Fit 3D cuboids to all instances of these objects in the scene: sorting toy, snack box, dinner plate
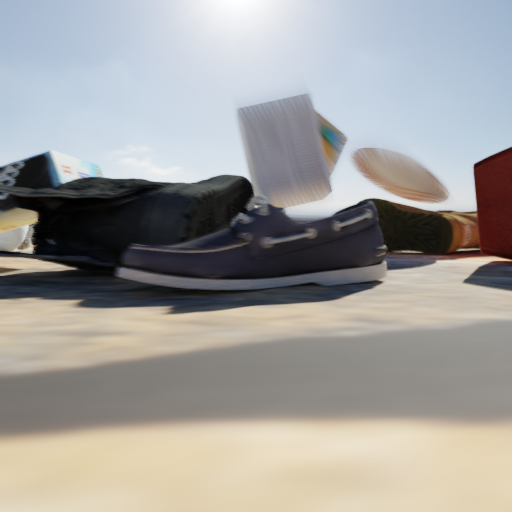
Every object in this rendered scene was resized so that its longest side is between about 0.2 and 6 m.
[{"bbox_3d":[1.205,-2.652,12.167,0.313,1.588,1.716,-43,12,44],"label":"sorting toy"},{"bbox_3d":[-3.685,-0.570,7.299,3.099,0.575,1.800,-17,3,3],"label":"snack box"},{"bbox_3d":[2.511,-1.441,9.763,1.785,0.216,1.785,29,-7,4],"label":"dinner plate"}]

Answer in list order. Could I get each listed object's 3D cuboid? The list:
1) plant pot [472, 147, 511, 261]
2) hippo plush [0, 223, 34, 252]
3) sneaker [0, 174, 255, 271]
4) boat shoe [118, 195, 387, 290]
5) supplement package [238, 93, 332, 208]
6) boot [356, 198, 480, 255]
[{"bbox_3d":[3.823,-0.698,7.409,1.580,1.791,1.793,-5,0,30],"label":"plant pot"},{"bbox_3d":[-4.873,-0.622,9.913,1.821,1.804,2.265,30,14,-15],"label":"hippo plush"},{"bbox_3d":[-1.356,-0.433,6.699,2.063,1.188,3.955,4,7,12],"label":"sneaker"},{"bbox_3d":[0.050,-0.136,5.032,2.580,0.809,0.937,-2,4,-26],"label":"boat shoe"},{"bbox_3d":[0.510,-1.904,10.770,1.385,1.838,1.395,-13,-1,-1],"label":"supplement package"},{"bbox_3d":[3.606,-0.510,10.613,2.838,0.938,2.485,-4,18,-37],"label":"boot"}]
